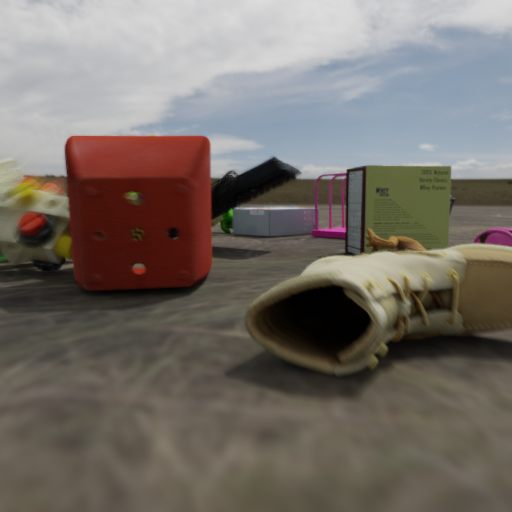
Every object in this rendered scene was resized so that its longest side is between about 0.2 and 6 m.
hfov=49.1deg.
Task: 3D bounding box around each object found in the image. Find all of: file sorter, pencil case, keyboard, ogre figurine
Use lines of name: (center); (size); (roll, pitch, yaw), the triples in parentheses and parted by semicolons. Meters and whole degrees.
file sorter: (3.213, -1.444, 15.843); (1.980, 1.787, 2.849); (6, 9, 43)
pencil case: (4.031, -0.027, 7.501); (2.095, 0.951, 0.981); (-5, 6, -16)
keyboard: (-0.945, -0.904, 12.242); (3.946, 0.782, 2.054); (-25, -12, 24)
ogre figurine: (-2.439, -1.444, 16.560); (3.807, 1.868, 2.283); (-21, 35, -30)

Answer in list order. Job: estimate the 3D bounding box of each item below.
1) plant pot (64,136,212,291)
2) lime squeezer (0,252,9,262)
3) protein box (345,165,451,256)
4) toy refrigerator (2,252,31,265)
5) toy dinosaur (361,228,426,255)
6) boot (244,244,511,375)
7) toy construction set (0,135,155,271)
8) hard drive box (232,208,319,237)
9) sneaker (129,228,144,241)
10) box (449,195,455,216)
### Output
plant pot: (-1.566, -0.501, 7.493); (2.061, 2.059, 1.816); (-2, 16, -8)
lime squeezer: (-4.530, -0.298, 10.686); (3.984, 0.752, 1.407); (-7, 9, -39)
protein box: (2.778, -0.891, 11.157); (1.744, 1.757, 1.185); (-1, 7, -10)
toy refrigerator: (-3.696, -0.334, 9.824); (1.382, 0.484, 0.525); (-18, 44, -40)
toy dinosaur: (2.331, -0.053, 8.597); (1.268, 0.721, 2.387); (0, 7, -9)
boot: (1.199, 0.374, 4.380); (2.244, 0.817, 1.744); (1, 6, 22)
toy construction set: (-3.454, -0.976, 9.341); (3.815, 2.501, 1.757); (3, -37, 24)
hard drive box: (0.587, -1.016, 16.473); (2.060, 0.791, 1.605); (-6, 9, -43)
sneaker: (-1.913, -0.769, 10.773); (0.942, 2.513, 1.132); (38, -18, 9)
box: (3.856, -1.179, 13.190); (0.302, 1.197, 1.675); (-12, 37, -24)
